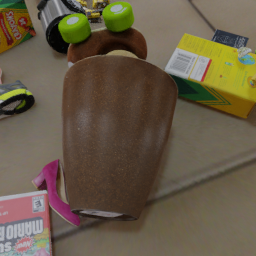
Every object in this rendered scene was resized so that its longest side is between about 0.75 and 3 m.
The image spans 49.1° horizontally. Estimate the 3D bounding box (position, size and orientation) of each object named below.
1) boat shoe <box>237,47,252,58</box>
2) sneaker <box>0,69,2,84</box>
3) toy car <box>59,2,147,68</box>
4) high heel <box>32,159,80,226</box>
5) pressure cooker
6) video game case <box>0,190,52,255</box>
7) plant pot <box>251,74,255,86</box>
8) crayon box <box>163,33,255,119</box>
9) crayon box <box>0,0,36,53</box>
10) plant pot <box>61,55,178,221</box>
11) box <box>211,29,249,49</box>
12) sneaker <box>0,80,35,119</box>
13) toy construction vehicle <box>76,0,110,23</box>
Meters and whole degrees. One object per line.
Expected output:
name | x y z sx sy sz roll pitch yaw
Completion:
boat shoe | 3.036 -2.019 7.415 0.277 0.769 0.239 -29 93 9
sneaker | -3.907 -1.498 8.095 0.413 0.573 1.096 -9 58 -8
toy car | -0.421 -1.223 6.646 2.078 2.164 2.634 -14 51 5
high heel | -1.412 1.397 6.217 0.786 0.552 1.639 -45 54 -13
pressure cooker | -2.027 -3.331 8.781 1.442 1.420 1.615 -17 58 -10
video game case | -2.491 2.655 5.243 2.073 0.253 2.899 -6 52 -14
plant pot | 3.394 -1.138 6.551 0.717 0.813 0.813 -37 90 17
crayon box | 2.630 -1.457 7.873 2.982 0.757 1.893 22 56 13
crayon box | -4.047 -3.078 8.668 2.129 1.351 0.541 -37 64 -20
plant pot | -0.321 0.413 5.864 2.599 2.599 2.781 5 66 3
box | 3.093 -2.516 8.756 1.048 0.561 0.778 23 60 14
sneaker | -3.690 -0.666 7.505 2.201 0.813 0.891 -19 52 -21
toy construction vehicle | -1.353 -4.340 9.990 1.409 0.496 1.227 -1 57 -1
